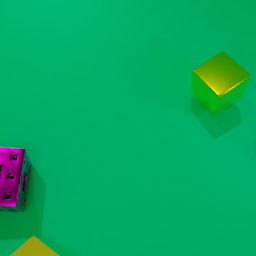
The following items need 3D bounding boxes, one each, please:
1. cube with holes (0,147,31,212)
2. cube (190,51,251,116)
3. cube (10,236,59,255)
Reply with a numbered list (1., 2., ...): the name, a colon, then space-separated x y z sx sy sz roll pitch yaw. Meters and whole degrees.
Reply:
1. cube with holes: -3.115 1.246 6.629 1.282 1.282 1.282 5 67 -10
2. cube: 2.397 -1.162 7.431 1.032 1.032 1.032 -34 64 -7
3. cube: -1.910 3.095 5.735 1.006 1.006 1.006 15 38 37
